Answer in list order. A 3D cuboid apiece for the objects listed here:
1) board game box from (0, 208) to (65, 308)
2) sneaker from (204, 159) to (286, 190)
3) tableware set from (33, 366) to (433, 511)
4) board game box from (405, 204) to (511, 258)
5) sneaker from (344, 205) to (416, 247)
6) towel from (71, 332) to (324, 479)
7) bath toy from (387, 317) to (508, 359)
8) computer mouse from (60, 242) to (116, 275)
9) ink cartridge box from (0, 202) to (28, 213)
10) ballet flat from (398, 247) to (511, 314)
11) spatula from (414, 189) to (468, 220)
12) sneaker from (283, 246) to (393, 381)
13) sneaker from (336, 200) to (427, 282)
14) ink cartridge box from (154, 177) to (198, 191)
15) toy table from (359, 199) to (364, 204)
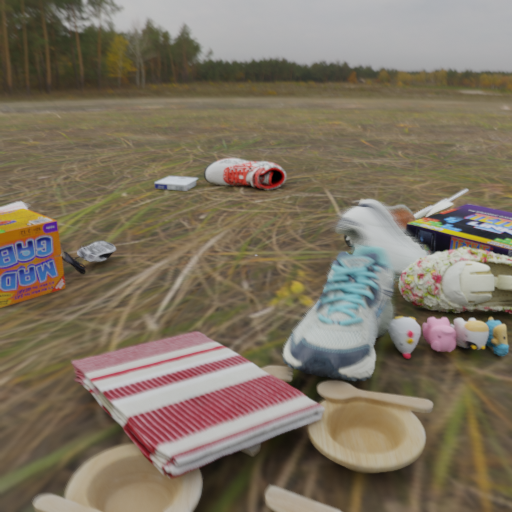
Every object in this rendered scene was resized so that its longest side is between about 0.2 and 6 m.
[{"bbox_3d":[-3.889,-0.004,8.863,1.154,1.154,1.155,18,27,40],"label":"board game box"},{"bbox_3d":[-0.288,-2.293,15.772,2.268,0.757,1.215,-2,17,-12],"label":"sneaker"},{"bbox_3d":[0.063,1.833,4.933,2.779,0.386,3.327,8,22,21],"label":"tableware set"},{"bbox_3d":[4.363,-0.196,10.027,2.155,0.739,2.607,-18,27,-38],"label":"board game box"},{"bbox_3d":[2.440,-0.473,10.693,0.873,0.780,2.186,-29,-19,35],"label":"sneaker"},{"bbox_3d":[-0.693,1.389,5.782,1.694,0.267,2.352,-10,17,-35],"label":"towel"},{"bbox_3d":[2.384,1.030,7.043,1.417,0.616,0.524,0,62,-2],"label":"bath toy"},{"bbox_3d":[-2.933,0.019,9.940,0.613,0.245,1.119,26,25,20],"label":"computer mouse"},{"bbox_3d":[-4.475,-0.470,10.405,0.748,0.436,1.033,-27,54,-31],"label":"ink cartridge box"},{"bbox_3d":[3.451,0.360,7.986,2.691,1.018,0.860,-1,-1,0],"label":"ballet flat"},{"bbox_3d":[3.825,-1.002,12.184,1.927,0.155,1.340,-24,-4,-45],"label":"spatula"},{"bbox_3d":[1.079,0.569,6.944,1.082,1.204,2.789,9,18,19],"label":"sneaker"},{"bbox_3d":[2.065,0.017,8.758,1.879,0.718,0.756,46,61,8],"label":"sneaker"},{"bbox_3d":[-2.253,-2.056,15.947,0.956,0.211,0.974,6,19,16],"label":"ink cartridge box"},{"bbox_3d":[2.221,-0.675,11.378,0.538,0.844,0.918,24,-4,30],"label":"toy table"}]
